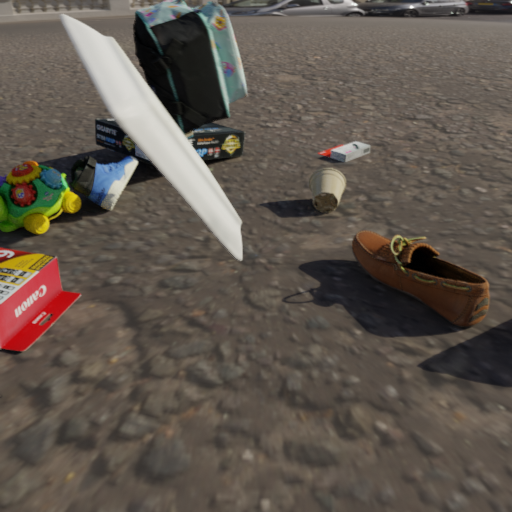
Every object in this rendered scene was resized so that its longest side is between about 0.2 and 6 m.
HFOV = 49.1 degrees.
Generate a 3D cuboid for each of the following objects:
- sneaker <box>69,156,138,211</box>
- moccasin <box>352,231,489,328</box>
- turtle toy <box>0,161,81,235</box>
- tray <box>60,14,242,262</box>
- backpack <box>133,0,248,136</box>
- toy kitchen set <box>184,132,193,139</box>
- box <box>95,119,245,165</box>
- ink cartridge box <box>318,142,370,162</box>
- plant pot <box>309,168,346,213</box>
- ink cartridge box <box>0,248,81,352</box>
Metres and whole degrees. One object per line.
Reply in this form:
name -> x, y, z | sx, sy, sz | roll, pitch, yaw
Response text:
sneaker -> -3.523, -1.934, 12.818 | 1.214, 0.838, 2.182 | 29, 32, -14
moccasin -> 2.623, 0.146, 9.259 | 0.975, 1.029, 2.665 | -15, 32, -25
turtle toy -> -4.839, -1.203, 11.504 | 1.625, 1.127, 2.230 | 20, 46, 32
tray -> -0.880, -1.128, 5.944 | 0.327, 2.949, 1.583 | -34, 60, 2
backpack -> -1.273, -3.627, 10.255 | 1.790, 2.053, 2.336 | -29, 40, -12
toy kitchen set -> -1.650, -2.161, 11.116 | 0.682, 0.928, 1.158 | -28, 33, -14
box -> -2.255, -3.153, 14.984 | 2.516, 0.728, 3.165 | 24, 28, 37
ink cartridge box -> 2.451, -2.965, 15.635 | 1.141, 0.249, 0.991 | -25, 39, -37
plant pot -> 1.550, -1.378, 12.351 | 0.838, 0.838, 0.767 | 4, 41, 7
ink cartridge box -> -3.822, 0.636, 8.711 | 1.495, 0.714, 1.703 | 7, 30, 11
